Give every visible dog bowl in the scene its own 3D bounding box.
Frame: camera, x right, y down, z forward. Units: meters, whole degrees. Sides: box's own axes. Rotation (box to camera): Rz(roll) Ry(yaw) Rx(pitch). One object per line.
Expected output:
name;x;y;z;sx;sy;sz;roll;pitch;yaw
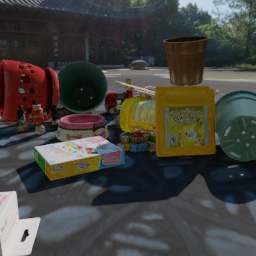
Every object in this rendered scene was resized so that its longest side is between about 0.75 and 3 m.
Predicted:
dog bowl;-1.673;-0.013;10.392;1.978;0.729;1.978;0;16;0

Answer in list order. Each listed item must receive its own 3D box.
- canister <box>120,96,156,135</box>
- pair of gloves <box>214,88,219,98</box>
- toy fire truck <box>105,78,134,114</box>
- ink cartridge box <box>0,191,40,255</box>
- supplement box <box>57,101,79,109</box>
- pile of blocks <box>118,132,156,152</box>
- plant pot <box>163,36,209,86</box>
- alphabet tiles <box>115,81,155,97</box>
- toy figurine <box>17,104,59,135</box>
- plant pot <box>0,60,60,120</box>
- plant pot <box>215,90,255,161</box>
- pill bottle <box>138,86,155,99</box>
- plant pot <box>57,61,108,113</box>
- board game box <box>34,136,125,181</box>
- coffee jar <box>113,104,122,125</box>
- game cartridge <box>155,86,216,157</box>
canister;1.507;-0.393;10.648;2.992;1.295;2.222;10;15;27
pair of gloves;3.396;-1.097;13.078;2.056;0.424;2.417;-39;2;19
toy fire truck;-0.351;-1.654;14.333;1.602;1.820;1.171;-3;15;-13
ink cartridge box;-2.520;1.593;4.618;1.899;0.644;1.102;-2;15;-8
supplement box;-3.469;-1.588;16.168;2.411;0.734;1.312;-7;17;-25
pile of blocks;0.539;0.410;9.158;1.784;0.554;0.732;-6;16;-19
plant pot;2.440;-2.822;11.840;1.851;1.833;1.851;-4;24;2
alphabet tiles;0.515;-1.596;11.651;2.053;0.150;2.008;11;13;-27
toy figurine;-3.601;-0.345;11.287;1.440;1.017;1.462;1;16;25
plant pot;-4.693;-1.739;13.166;2.446;2.686;2.686;-3;14;-33
plant pot;3.518;-0.010;8.614;1.891;1.891;1.852;4;23;16
pill bottle;1.622;-1.123;13.013;1.433;1.433;2.588;-8;17;-26
plant pot;-2.400;-1.917;14.740;2.643;2.643;1.780;-1;-10;-5
board game box;-1.407;0.781;8.007;2.129;0.429;1.629;-9;18;-30
coffee jar;-0.270;-0.600;12.038;0.701;0.574;1.345;-12;22;2
game cartridge;1.757;-0.220;8.539;1.855;2.104;0.341;-2;3;-8
